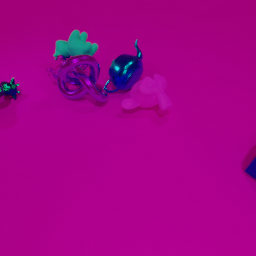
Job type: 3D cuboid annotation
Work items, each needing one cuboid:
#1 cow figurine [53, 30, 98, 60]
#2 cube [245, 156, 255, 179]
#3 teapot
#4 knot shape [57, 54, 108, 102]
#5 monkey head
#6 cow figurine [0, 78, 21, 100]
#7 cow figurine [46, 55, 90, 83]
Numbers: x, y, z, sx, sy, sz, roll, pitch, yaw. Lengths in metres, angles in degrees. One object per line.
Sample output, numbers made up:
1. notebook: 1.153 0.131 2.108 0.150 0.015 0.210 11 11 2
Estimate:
1. cow figurine: -1.844 -2.635 9.619 1.430 1.408 0.785 48 28 17
2. cube: 3.583 0.854 6.833 0.872 0.872 0.872 38 57 22
3. teapot: -0.094 -1.987 9.344 0.992 1.260 2.027 42 100 14
4. knot shape: -1.601 -1.524 8.904 1.803 1.927 0.891 5 57 34
5. monkey head: 0.739 -0.953 8.673 1.815 1.094 1.306 -22 74 -32
6. cow figurine: -4.069 -1.174 8.802 1.286 0.717 1.307 -6 16 -19
7. cow figurine: -2.029 -1.982 9.885 1.334 1.313 0.732 -42 50 9
